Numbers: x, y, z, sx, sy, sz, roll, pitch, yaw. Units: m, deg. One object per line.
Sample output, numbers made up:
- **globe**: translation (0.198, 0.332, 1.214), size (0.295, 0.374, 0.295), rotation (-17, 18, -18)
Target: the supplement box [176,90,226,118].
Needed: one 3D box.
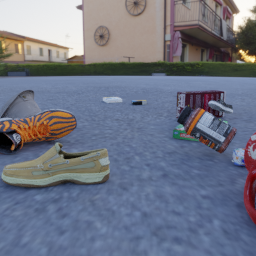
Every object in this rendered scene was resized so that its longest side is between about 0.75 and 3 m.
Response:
- **supplement box**: translation (3.406, -1.087, 13.044), size (2.318, 1.261, 0.706), rotation (-5, 14, -23)

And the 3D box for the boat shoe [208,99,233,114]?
- **boat shoe**: translation (4.169, -1.043, 12.504), size (1.406, 0.466, 0.492), rotation (17, -14, -24)

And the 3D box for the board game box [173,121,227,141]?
- **board game box**: translation (2.716, 0.041, 10.300), size (1.554, 0.336, 2.310), rotation (8, 15, 24)

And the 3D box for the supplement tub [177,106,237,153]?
- **supplement tub**: translation (2.189, -0.008, 7.949), size (1.562, 0.836, 0.836), rotation (33, 24, 16)

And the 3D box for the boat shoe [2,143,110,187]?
- **boat shoe**: translation (-1.572, 0.746, 6.190), size (2.320, 0.883, 0.831), rotation (-2, 14, -10)

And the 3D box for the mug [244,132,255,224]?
- **mug**: translation (2.992, 0.737, 4.876), size (2.146, 1.613, 2.418), rotation (0, 10, -6)

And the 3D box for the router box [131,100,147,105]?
- **router box**: translation (0.686, -1.578, 17.297), size (0.883, 0.226, 0.659), rotation (-2, 14, -9)

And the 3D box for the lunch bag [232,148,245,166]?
- **lunch bag**: translation (3.137, 0.794, 7.219), size (0.884, 0.334, 0.708), rotation (4, 16, 12)

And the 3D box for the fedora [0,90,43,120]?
- **fedora**: translation (-3.687, -0.398, 10.081), size (0.941, 1.843, 2.084), rotation (32, 12, 5)

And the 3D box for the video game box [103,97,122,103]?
- **video game box**: translation (-1.024, -1.845, 18.375), size (1.007, 0.259, 1.105), rotation (-2, 14, -21)

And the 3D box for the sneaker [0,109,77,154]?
- **sneaker**: translation (-2.982, 0.202, 8.565), size (2.803, 1.087, 1.571), rotation (-11, 18, -4)
